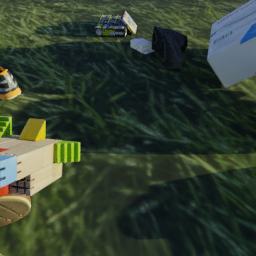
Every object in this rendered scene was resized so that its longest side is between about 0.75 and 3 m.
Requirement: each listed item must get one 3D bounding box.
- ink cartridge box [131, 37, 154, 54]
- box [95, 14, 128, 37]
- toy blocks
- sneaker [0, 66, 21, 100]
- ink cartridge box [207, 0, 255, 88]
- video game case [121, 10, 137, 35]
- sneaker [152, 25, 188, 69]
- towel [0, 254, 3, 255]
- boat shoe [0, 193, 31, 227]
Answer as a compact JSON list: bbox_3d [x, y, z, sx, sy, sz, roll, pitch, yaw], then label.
[{"bbox_3d":[0.565,-3.157,10.714,0.512,0.297,0.879,-28,48,-28],"label":"ink cartridge box"},{"bbox_3d":[-0.655,-4.466,12.165,1.306,0.361,1.630,3,41,5],"label":"box"},{"bbox_3d":[-2.616,0.626,4.812,2.979,1.489,2.037,5,8,13],"label":"toy blocks"},{"bbox_3d":[-4.156,-1.583,8.517,2.150,0.830,0.841,19,46,23],"label":"sneaker"},{"bbox_3d":[3.856,-2.904,8.971,2.133,1.242,2.950,-24,28,35],"label":"ink cartridge box"},{"bbox_3d":[0.057,-4.499,11.925,0.120,0.851,0.942,-29,31,29],"label":"video game case"},{"bbox_3d":[1.661,-2.984,10.053,1.201,1.005,2.646,-1,42,-10],"label":"sneaker"},{"bbox_3d":[-2.679,2.399,4.475,1.172,0.133,0.842,2,42,2],"label":"towel"},{"bbox_3d":[-3.084,1.334,5.092,2.575,0.927,0.870,-7,44,-4],"label":"boat shoe"}]
